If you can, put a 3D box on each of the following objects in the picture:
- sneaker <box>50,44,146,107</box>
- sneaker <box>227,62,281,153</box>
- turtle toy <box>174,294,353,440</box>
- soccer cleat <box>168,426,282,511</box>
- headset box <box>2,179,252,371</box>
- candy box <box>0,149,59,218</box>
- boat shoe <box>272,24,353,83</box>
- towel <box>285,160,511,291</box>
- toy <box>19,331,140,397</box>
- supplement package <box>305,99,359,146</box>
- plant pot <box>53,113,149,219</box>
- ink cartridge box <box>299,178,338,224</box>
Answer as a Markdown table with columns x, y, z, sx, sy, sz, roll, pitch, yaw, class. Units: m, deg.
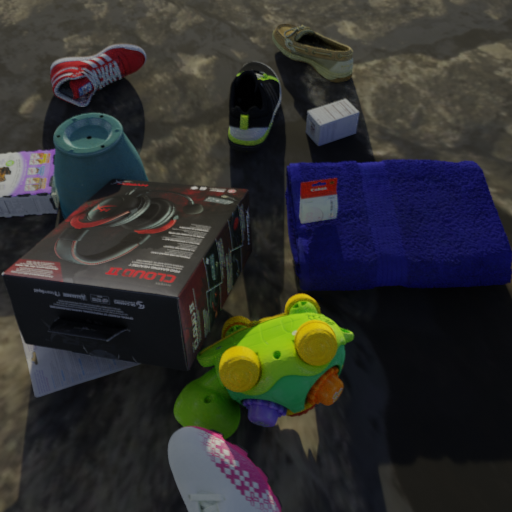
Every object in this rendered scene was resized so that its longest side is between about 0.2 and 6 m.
| x | y | z | sx | sy | sz | roll | pitch | yaw | class |
| --- | --- | --- | --- | --- | --- | --- | --- | --- | --- |
| -3.569 | -4.099 | 12.748 | 2.232 | 0.795 | 1.256 | -14 | 47 | -2 | sneaker |
| -0.001 | -3.487 | 11.939 | 1.082 | 1.249 | 3.016 | 2 | 50 | 2 | sneaker |
| 0.093 | 1.578 | 7.526 | 2.626 | 1.328 | 1.914 | -20 | 10 | 2 | turtle toy |
| -0.161 | 3.099 | 5.986 | 2.716 | 0.949 | 1.173 | 51 | 33 | 6 | soccer cleat |
| -1.691 | 0.178 | 8.138 | 2.489 | 1.256 | 3.348 | 6 | 33 | 15 | headset box |
| -4.545 | -1.368 | 10.633 | 1.531 | 0.548 | 1.284 | -5 | 50 | -5 | candy box |
| 1.369 | -5.138 | 13.602 | 0.938 | 0.809 | 2.572 | -28 | 56 | -22 | boat shoe |
| 2.353 | -0.521 | 9.814 | 3.605 | 0.893 | 2.662 | -2 | 57 | -1 | towel |
| -2.280 | 1.329 | 8.412 | 2.151 | 0.508 | 1.239 | -17 | 53 | -19 | toy |
| 1.604 | -2.821 | 11.833 | 0.965 | 0.564 | 0.566 | -21 | 53 | -17 | supplement package |
| -2.854 | -1.588 | 10.112 | 1.745 | 1.640 | 1.745 | 0 | 50 | 0 | plant pot |
| 1.013 | -0.877 | 9.040 | 0.617 | 0.759 | 0.217 | -9 | 53 | -6 | ink cartridge box |
